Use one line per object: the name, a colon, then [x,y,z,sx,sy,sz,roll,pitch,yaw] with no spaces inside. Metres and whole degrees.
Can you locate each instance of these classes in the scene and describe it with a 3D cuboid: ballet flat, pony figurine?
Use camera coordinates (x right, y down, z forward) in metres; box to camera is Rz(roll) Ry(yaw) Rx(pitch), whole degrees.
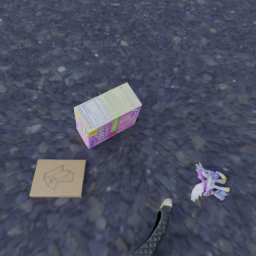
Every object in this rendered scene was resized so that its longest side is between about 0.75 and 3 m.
ballet flat: [0.570,2.330,6.326,0.494,0.578,1.738,27,60,9]
pony figurine: [2.055,1.429,7.066,0.966,0.805,0.933,27,56,-9]

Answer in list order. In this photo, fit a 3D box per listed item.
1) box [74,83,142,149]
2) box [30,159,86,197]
box: [-0.577,-0.306,7.800,1.621,1.426,0.784,-27,75,-17]
box: [-1.833,1.331,7.465,1.329,0.141,1.086,0,51,0]
